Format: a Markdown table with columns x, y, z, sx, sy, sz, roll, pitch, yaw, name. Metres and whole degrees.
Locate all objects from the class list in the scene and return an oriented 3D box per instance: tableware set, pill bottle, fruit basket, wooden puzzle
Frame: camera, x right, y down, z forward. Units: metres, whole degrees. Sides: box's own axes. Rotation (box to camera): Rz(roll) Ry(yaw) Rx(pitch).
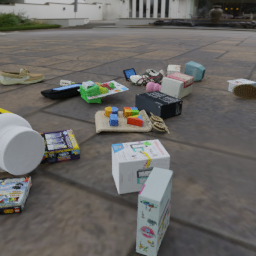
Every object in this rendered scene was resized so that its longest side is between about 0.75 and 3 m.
| x | y | z | sx | sy | sz | roll | pitch | yaw | name |
| --- | --- | --- | --- | --- | --- | --- | --- | --- | --- |
| 1.020 | -0.202 | 9.438 | 0.722 | 0.219 | 1.093 | 18 | 21 | -11 | tableware set |
| -3.372 | 0.241 | 7.139 | 2.671 | 1.486 | 1.486 | 17 | 29 | 34 | pill bottle |
| -1.137 | -1.747 | 12.260 | 1.820 | 0.853 | 1.686 | -22 | 30 | -18 | fruit basket |
| -0.202 | -0.358 | 9.821 | 1.874 | 0.434 | 1.736 | -3 | 24 | -7 | wooden puzzle |

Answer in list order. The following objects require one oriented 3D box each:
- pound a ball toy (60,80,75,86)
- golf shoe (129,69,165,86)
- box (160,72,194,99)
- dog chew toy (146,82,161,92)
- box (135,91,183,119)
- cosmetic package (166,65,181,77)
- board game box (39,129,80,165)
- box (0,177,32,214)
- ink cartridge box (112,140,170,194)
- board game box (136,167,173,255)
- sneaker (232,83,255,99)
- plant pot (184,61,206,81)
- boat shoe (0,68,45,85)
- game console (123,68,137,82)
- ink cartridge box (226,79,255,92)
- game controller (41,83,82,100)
| x | y | z | sx | sy | sz | roll | pitch | yaw | name |
| --- | --- | --- | --- | --- | --- | --- | --- | --- | --- |
| -2.966 | -2.178 | 14.204 | 0.820 | 0.348 | 0.534 | 13 | 1 | 27 | pound a ball toy |
| 0.994 | -2.634 | 14.471 | 2.049 | 0.902 | 0.791 | 12 | 27 | 28 | golf shoe |
| 2.253 | -1.944 | 12.846 | 0.947 | 0.807 | 1.481 | 22 | 31 | 27 | box |
| 1.295 | -1.891 | 13.242 | 0.835 | 0.520 | 0.520 | 11 | 26 | 14 | dog chew toy |
| 1.162 | -0.919 | 10.873 | 1.102 | 0.616 | 1.562 | -12 | 27 | -32 | box |
| 2.449 | -2.833 | 14.996 | 0.695 | 0.824 | 1.593 | 4 | 25 | 10 | cosmetic package |
| -2.015 | 0.505 | 7.941 | 1.084 | 0.372 | 1.311 | -6 | 24 | -18 | board game box |
| -2.860 | 1.433 | 5.922 | 1.412 | 0.282 | 0.967 | -2 | 24 | -5 | box |
| 0.270 | 0.871 | 6.482 | 1.164 | 0.850 | 0.854 | -6 | 26 | -12 | ink cartridge box |
| 0.463 | 1.424 | 4.794 | 0.387 | 1.204 | 0.888 | 9 | 25 | 20 | board game box |
| 5.664 | -1.706 | 12.734 | 2.014 | 0.675 | 0.904 | -1 | 15 | 1 | sneaker |
| 3.725 | -3.078 | 15.496 | 0.962 | 0.945 | 0.942 | 20 | 30 | 23 | plant pot |
| -5.632 | -2.779 | 14.935 | 2.261 | 0.751 | 0.837 | -10 | 26 | -22 | boat shoe |
| 0.290 | -2.962 | 15.616 | 0.795 | 0.547 | 0.922 | 21 | 32 | 40 | game console |
| 5.463 | -2.034 | 13.597 | 1.104 | 0.463 | 0.969 | -11 | 26 | -24 | ink cartridge box |
| -2.796 | -1.813 | 13.053 | 2.409 | 0.507 | 1.257 | -20 | 30 | -39 | game controller |
